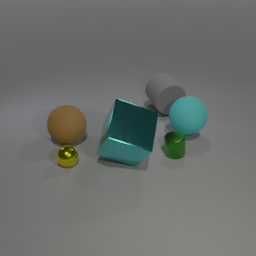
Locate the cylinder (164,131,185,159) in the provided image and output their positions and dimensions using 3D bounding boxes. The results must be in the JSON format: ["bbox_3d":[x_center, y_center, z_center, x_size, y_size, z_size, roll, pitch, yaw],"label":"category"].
[{"bbox_3d":[1.598,0.576,9.533,0.700,0.700,0.700,-5,31,3],"label":"cylinder"}]

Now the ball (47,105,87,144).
[{"bbox_3d":[-2.208,-0.136,10.127,1.400,1.400,1.400,0,29,0],"label":"ball"}]

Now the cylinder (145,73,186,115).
[{"bbox_3d":[1.635,-1.518,12.378,1.400,1.400,1.400,-8,33,-14],"label":"cylinder"}]

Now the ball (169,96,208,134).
[{"bbox_3d":[2.217,-0.463,10.362,1.400,1.400,1.400,0,29,0],"label":"ball"}]

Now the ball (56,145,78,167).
[{"bbox_3d":[-1.956,0.905,9.021,0.700,0.700,0.700,0,29,0],"label":"ball"}]

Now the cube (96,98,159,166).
[{"bbox_3d":[-0.031,0.179,8.705,1.400,1.400,1.400,18,61,-11],"label":"cube"}]
